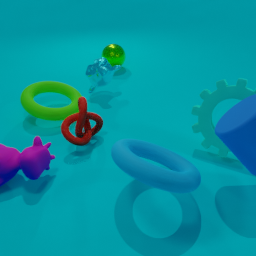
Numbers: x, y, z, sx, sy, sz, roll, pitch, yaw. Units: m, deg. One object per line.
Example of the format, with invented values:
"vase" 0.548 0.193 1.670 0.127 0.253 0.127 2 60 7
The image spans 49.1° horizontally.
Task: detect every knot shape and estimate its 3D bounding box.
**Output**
"knot shape" -1.144 -0.210 7.107 0.579 1.172 1.252 6 13 27

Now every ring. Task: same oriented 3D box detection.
"ring" -2.249 -0.844 8.376 1.828 0.366 1.828 10 37 -8
"ring" 0.542 0.690 5.458 1.822 0.364 1.822 19 12 -4

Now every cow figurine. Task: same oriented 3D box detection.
"cow figurine" -2.561 0.692 6.163 1.600 0.893 1.626 -28 33 -33

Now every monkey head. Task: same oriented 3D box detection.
"monkey head" -0.833 -1.763 9.367 1.474 0.888 1.061 -43 44 -7

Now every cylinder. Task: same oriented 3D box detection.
"cylinder" 2.510 0.132 5.432 1.164 1.164 1.164 47 40 -7

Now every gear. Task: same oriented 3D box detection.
"gear" 2.458 -0.223 6.600 1.853 1.853 0.343 15 16 21

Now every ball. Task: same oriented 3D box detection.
"ball" -0.590 -2.921 11.416 0.996 0.996 0.996 0 34 0
